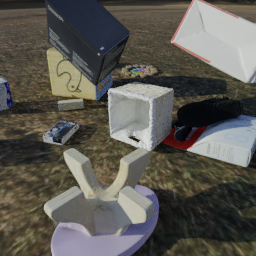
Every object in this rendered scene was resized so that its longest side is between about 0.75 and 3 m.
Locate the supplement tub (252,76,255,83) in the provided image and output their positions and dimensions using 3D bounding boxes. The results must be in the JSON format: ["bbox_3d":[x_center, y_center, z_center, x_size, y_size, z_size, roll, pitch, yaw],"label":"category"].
[{"bbox_3d":[6.916,-2.568,14.338,1.003,0.662,0.662,11,31,18],"label":"supplement tub"}]

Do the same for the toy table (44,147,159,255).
[{"bbox_3d":[-0.457,1.591,6.064,2.545,1.621,2.768,18,35,29],"label":"toy table"}]

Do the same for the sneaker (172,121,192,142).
[{"bbox_3d":[1.802,0.076,9.834,0.599,0.519,1.447,10,22,28],"label":"sneaker"}]

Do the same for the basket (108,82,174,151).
[{"bbox_3d":[0.464,-0.470,9.494,1.819,1.835,1.476,18,29,35],"label":"basket"}]

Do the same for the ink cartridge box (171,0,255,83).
[{"bbox_3d":[2.083,-1.670,5.852,1.562,0.905,2.683,33,20,16],"label":"ink cartridge box"}]

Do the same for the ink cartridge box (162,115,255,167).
[{"bbox_3d":[2.889,0.085,9.615,2.945,0.696,2.357,17,33,27],"label":"ink cartridge box"}]

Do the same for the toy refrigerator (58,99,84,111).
[{"bbox_3d":[-2.411,-0.974,11.849,1.037,0.363,0.394,-6,23,-12],"label":"toy refrigerator"}]

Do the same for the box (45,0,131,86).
[{"bbox_3d":[-1.422,-3.069,9.476,2.486,2.263,1.294,44,70,1],"label":"box"}]

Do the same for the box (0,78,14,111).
[{"bbox_3d":[-5.580,-1.308,11.567,1.307,1.202,0.686,-23,38,-34],"label":"box"}]

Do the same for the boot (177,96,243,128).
[{"bbox_3d":[2.799,-0.653,10.311,2.399,0.888,1.966,-10,9,-3],"label":"boot"}]

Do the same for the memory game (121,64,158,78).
[{"bbox_3d":[0.682,-3.331,16.202,2.179,0.139,2.179,0,29,0],"label":"memory game"}]

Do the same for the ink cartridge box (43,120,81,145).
[{"bbox_3d":[-2.323,0.074,10.072,0.746,0.294,1.500,8,30,15],"label":"ink cartridge box"}]

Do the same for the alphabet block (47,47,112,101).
[{"bbox_3d":[-2.140,-2.756,13.130,2.268,2.215,2.227,7,28,14],"label":"alphabet block"}]
